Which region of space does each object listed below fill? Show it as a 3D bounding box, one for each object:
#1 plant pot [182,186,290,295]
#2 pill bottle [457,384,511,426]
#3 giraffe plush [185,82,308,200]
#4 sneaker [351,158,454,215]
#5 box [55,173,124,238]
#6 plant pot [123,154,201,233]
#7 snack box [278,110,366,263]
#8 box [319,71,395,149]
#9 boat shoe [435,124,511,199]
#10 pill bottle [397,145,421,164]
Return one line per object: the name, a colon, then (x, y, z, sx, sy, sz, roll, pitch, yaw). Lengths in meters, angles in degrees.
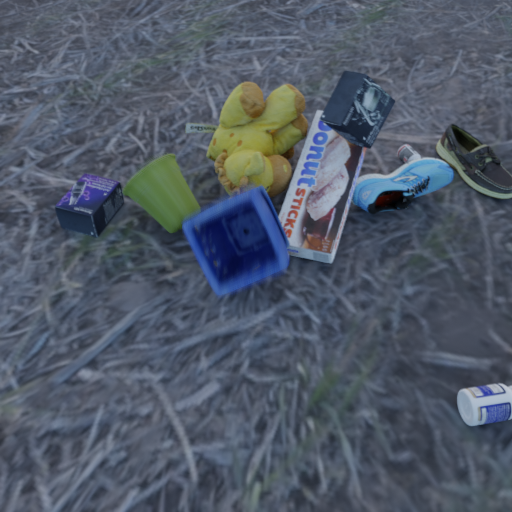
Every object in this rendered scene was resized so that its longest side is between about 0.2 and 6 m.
plant pot: (-0.257, -0.366, 10.054, 1.468, 1.468, 1.320, -23, 12, 17)
pill bottle: (3.623, 2.253, 8.559, 0.918, 0.549, 0.549, -7, 47, -6)
giraffe plush: (-0.063, -2.102, 11.783, 2.661, 2.296, 2.158, -12, 55, 0)
sneaker: (3.135, -1.319, 11.692, 2.227, 0.873, 1.002, -19, 38, -5)
box: (-3.435, -1.060, 11.647, 0.882, 0.622, 1.192, 14, 48, 12)
plant pot: (-1.784, -1.159, 11.270, 1.299, 1.299, 1.233, -38, 90, -30)
snack box: (1.396, -1.519, 11.538, 1.253, 0.424, 3.486, 12, 63, 17)
box: (1.999, -2.872, 11.047, 0.676, 1.072, 1.090, 32, 97, 49)
boat shoe: (4.954, -2.151, 12.588, 0.845, 0.748, 2.308, -24, 51, -21)
pill bottle: (3.583, -2.274, 12.984, 0.355, 0.355, 0.612, -18, 50, -16)
